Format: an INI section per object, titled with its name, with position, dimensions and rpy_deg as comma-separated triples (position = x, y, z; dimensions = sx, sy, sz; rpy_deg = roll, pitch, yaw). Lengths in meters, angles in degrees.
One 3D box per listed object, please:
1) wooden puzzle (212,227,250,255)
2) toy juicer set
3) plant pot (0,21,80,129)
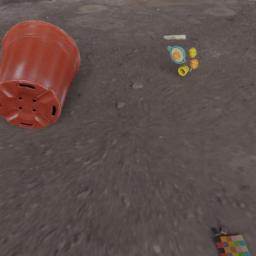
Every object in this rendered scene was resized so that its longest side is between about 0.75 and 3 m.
[wooden puzzle]
position = 1.891, 2.200, 5.049
dimensions = 0.524, 0.062, 0.884
rpy_deg = -3, 40, -4
[toy juicer set]
position = 1.752, -2.469, 9.196
dimensions = 0.400, 1.471, 0.936
rpy_deg = -39, 14, -29
[plant pot]
position = -2.577, -1.353, 7.802
dimensions = 2.317, 2.317, 2.253
rpy_deg = -1, 48, -2
